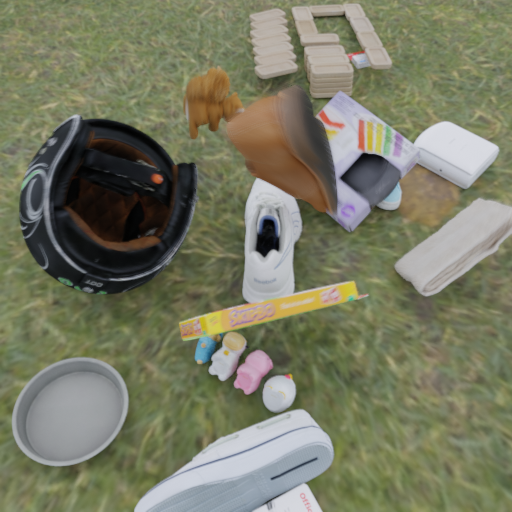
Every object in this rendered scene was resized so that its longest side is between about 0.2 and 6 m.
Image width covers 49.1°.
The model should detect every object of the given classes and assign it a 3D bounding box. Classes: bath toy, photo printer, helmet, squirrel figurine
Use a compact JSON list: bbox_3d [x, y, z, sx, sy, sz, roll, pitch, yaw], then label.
[{"bbox_3d":[-0.087,1.650,8.345,1.652,0.718,0.611,30,23,21],"label":"bath toy"},{"bbox_3d":[3.964,-2.103,11.339,1.443,0.501,1.201,37,60,25],"label":"photo printer"},{"bbox_3d":[-2.353,-0.821,8.905,2.844,2.844,2.712,-26,14,-19],"label":"helmet"},{"bbox_3d":[-0.747,-2.826,10.276,1.070,1.147,0.812,-8,48,-14],"label":"squirrel figurine"}]

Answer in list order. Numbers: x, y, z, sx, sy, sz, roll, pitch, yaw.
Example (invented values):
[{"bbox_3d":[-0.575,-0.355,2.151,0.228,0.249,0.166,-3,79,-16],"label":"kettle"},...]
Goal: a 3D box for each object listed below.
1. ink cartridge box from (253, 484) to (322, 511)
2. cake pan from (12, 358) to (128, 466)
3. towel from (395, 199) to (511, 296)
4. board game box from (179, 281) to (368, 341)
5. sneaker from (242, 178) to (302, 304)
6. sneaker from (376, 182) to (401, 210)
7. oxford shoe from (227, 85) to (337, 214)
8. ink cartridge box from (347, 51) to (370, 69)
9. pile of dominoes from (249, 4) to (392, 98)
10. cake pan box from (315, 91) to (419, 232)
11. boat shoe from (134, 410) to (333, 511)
[{"bbox_3d":[0.320,3.494,6.931,1.115,0.470,0.814,-21,55,-16],"label":"ink cartridge box"},{"bbox_3d":[-2.626,2.240,8.036,1.612,0.296,1.612,0,51,0],"label":"cake pan"},{"bbox_3d":[3.254,-0.168,9.117,1.970,0.340,1.306,-38,15,5],"label":"towel"},{"bbox_3d":[0.264,0.750,7.791,2.452,1.172,0.368,-8,82,-25],"label":"board game box"},{"bbox_3d":[0.295,-0.531,9.608,1.073,1.254,2.879,-1,48,1],"label":"sneaker"},{"bbox_3d":[2.413,-1.804,10.875,0.706,0.782,1.909,-6,58,-5],"label":"sneaker"},{"bbox_3d":[0.530,-1.433,8.487,1.191,3.340,1.191,-12,70,18],"label":"oxford shoe"},{"bbox_3d":[2.679,-4.903,13.780,0.720,0.161,0.634,-16,54,-13],"label":"ink cartridge box"},{"bbox_3d":[1.421,-5.190,13.980,3.122,0.638,4.006,-4,44,-2],"label":"pile of dominoes"},{"bbox_3d":[1.687,-1.742,10.395,1.897,0.539,2.060,-46,70,2],"label":"cake pan box"},{"bbox_3d":[-0.306,2.834,7.327,2.626,0.966,0.877,-16,25,-11],"label":"boat shoe"}]
